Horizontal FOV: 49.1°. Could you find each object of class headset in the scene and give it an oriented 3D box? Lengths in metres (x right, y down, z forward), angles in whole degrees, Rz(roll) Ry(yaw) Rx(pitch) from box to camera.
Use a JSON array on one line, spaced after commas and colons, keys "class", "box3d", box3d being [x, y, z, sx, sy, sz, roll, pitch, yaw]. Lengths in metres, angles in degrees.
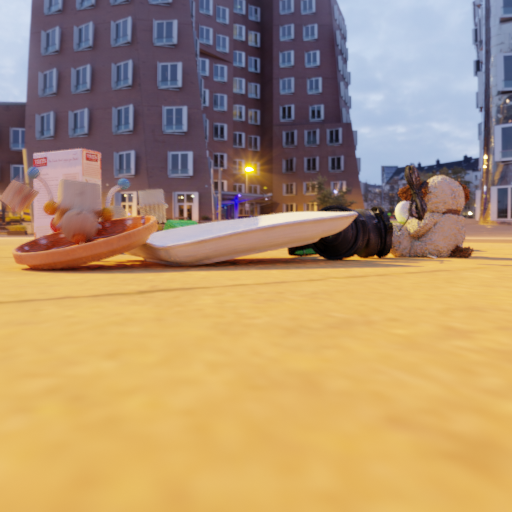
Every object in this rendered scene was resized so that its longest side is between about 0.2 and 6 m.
[{"class": "headset", "box3d": [1.734, -0.603, 9.842, 1.761, 1.340, 2.851, -3, -7, -39]}]

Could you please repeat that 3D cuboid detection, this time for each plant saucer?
[{"class": "plant saucer", "box3d": [-2.271, -0.177, 7.588, 1.912, 0.309, 1.912, -10, 14, 3]}]

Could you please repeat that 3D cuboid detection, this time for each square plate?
[{"class": "square plate", "box3d": [-0.492, -0.294, 9.037, 3.087, 0.443, 3.117, -12, 8, -27]}]

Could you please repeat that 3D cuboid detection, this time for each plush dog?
[{"class": "plush dog", "box3d": [3.443, -0.741, 10.569, 1.794, 1.541, 1.439, -1, 3, -30]}]

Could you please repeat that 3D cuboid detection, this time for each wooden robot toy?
[{"class": "wooden robot toy", "box3d": [-2.510, -0.491, 8.289, 2.415, 1.064, 1.096, 5, 43, -23]}]

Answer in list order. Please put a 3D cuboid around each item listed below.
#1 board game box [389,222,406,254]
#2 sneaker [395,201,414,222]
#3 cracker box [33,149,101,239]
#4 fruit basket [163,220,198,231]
[{"class": "board game box", "box3d": [3.026, -0.480, 13.891, 1.554, 0.728, 3.059, -1, 3, -15]}, {"class": "sneaker", "box3d": [4.302, -0.753, 15.143, 0.970, 0.920, 2.409, 3, -20, 45]}, {"class": "cracker box", "box3d": [-4.558, -1.302, 13.533, 1.610, 2.403, 0.693, 1, 3, 27]}, {"class": "fruit basket", "box3d": [-1.879, -0.429, 13.020, 1.209, 0.872, 1.209, 15, 11, -3]}]
